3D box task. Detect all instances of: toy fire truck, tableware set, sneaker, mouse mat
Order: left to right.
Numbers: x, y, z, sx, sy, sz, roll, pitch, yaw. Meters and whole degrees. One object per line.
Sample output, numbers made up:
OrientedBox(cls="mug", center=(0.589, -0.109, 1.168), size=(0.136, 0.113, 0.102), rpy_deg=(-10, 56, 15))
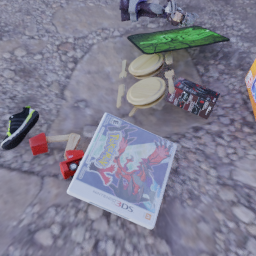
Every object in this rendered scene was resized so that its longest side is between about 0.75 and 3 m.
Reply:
OrientedBox(cls="sneaker", center=(-2.907, -0.027, 7.302), size=(0.581, 0.503, 1.402), rpy_deg=(29, 51, 3))
OrientedBox(cls="toy fire truck", center=(-1.380, 0.563, 7.002), size=(1.839, 0.448, 1.297), rpy_deg=(-18, 57, -20))
OrientedBox(cls="tableware set", center=(0.578, -1.385, 8.258), size=(1.680, 0.509, 2.541), rpy_deg=(-14, 41, 17))
OrientedBox(cls="mouse mat", center=(1.538, -2.933, 9.150), size=(2.815, 0.106, 2.265), rpy_deg=(-11, 33, -11))

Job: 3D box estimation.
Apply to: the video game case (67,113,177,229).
OrientedBox(cls="video game case", center=(-0.029, 0.913, 6.608), size=(2.037, 0.257, 2.236), rpy_deg=(24, 57, -3))

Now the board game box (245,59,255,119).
OrientedBox(cls="board game box", center=(4.904, -1.104, 6.831), size=(2.651, 2.650, 2.653), rpy_deg=(5, 55, -1))

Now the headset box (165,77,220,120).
OrientedBox(cls="headset box", center=(1.741, -0.882, 7.772), size=(1.388, 0.521, 1.031), rpy_deg=(26, 30, 14))

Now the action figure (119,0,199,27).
OrientedBox(cls="action figure", center=(1.043, -3.820, 9.139), size=(2.613, 1.700, 0.906), rpy_deg=(11, 95, 2))
